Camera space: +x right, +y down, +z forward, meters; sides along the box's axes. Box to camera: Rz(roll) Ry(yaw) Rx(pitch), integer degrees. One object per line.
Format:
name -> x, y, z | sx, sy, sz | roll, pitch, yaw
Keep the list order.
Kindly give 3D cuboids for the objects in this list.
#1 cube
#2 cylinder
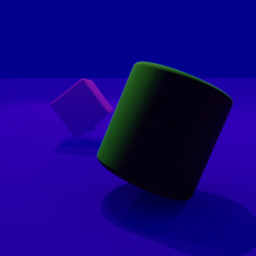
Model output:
cube -> -1.014, -0.467, 6.428 | 0.937, 0.937, 0.937 | -36, 4, 8
cylinder -> 0.448, 0.027, 3.589 | 1.323, 1.323, 1.323 | 23, 4, -2
